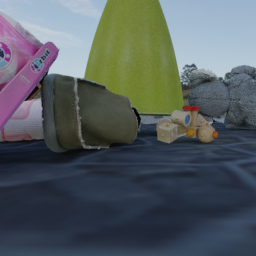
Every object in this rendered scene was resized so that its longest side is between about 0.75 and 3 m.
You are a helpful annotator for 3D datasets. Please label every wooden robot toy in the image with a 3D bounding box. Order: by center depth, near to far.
[{"bbox_3d":[1.013,-0.016,4.081,0.576,0.559,1.269,16,13,41],"label":"wooden robot toy"}]

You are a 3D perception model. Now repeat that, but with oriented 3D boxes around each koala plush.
[{"bbox_3d":[2.683,-0.818,7.736,2.165,1.920,1.990,4,12,-2],"label":"koala plush"}]

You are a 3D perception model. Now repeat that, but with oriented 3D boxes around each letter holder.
[{"bbox_3d":[-3.207,-1.474,8.283,1.020,1.441,2.028,39,20,-28],"label":"letter holder"}]

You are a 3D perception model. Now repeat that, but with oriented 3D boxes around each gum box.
[{"bbox_3d":[-1.175,-0.271,2.240,0.576,0.988,1.740,38,-12,-20],"label":"gum box"}]

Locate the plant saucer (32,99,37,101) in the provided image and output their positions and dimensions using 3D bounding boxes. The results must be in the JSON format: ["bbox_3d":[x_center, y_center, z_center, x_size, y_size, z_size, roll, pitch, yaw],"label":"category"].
[{"bbox_3d":[-3.134,-0.713,10.671,2.966,0.752,2.966,2,6,0],"label":"plant saucer"}]

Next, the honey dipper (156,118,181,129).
[{"bbox_3d":[1.006,-0.041,6.099,0.353,0.353,1.861,1,2,20],"label":"honey dipper"}]

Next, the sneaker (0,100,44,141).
[{"bbox_3d":[-1.706,-0.156,4.808,0.930,0.670,1.780,-5,11,-16],"label":"sneaker"}]

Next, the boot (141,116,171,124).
[{"bbox_3d":[1.724,-0.589,13.185,2.237,0.823,1.069,0,9,14],"label":"boot"}]

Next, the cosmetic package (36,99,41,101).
[{"bbox_3d":[-2.017,-0.351,7.597,1.034,0.873,1.936,-2,6,-24],"label":"cosmetic package"}]

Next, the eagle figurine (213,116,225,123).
[{"bbox_3d":[3.827,-0.907,14.704,2.195,2.183,2.893,38,-41,-9],"label":"eagle figurine"}]

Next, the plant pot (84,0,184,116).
[{"bbox_3d":[0.112,-1.556,6.298,2.366,2.528,2.366,2,1,0],"label":"plant pot"}]

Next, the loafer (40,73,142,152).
[{"bbox_3d":[-0.300,-0.191,3.404,0.800,0.864,2.297,-4,1,11],"label":"loafer"}]

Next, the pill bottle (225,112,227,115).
[{"bbox_3d":[4.514,-0.849,10.429,1.593,1.593,2.833,1,3,13],"label":"pill bottle"}]
